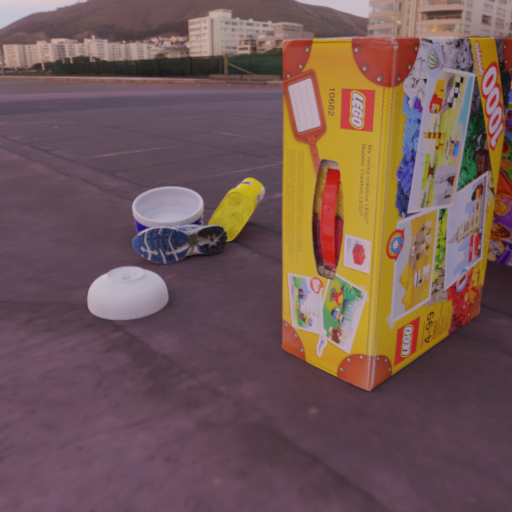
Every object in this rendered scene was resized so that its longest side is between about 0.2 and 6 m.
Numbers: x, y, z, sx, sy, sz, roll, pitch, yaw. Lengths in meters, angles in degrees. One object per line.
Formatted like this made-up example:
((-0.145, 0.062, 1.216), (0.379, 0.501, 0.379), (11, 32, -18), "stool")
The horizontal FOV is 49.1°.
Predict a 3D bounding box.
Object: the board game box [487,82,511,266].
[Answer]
((4.445, -1.297, 9.398), (2.711, 4.031, 0.903), (20, 64, 42), "board game box")

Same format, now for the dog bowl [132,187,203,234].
((-1.915, -0.894, 12.297), (1.524, 0.600, 1.524), (1, 36, 0), "dog bowl")

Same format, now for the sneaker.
((-1.589, -0.273, 11.260), (1.913, 0.737, 0.815), (-3, 10, -28), "sneaker")

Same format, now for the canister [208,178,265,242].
((-0.395, -1.073, 12.522), (0.685, 1.176, 1.583), (35, 22, -2), "canister")

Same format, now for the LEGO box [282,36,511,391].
((1.907, -0.797, 7.651), (3.057, 4.105, 1.584), (-20, 28, -41), "LEGO box")

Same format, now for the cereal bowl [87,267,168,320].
((-2.113, 0.531, 9.204), (1.300, 0.541, 1.300), (0, 20, 0), "cereal bowl")
